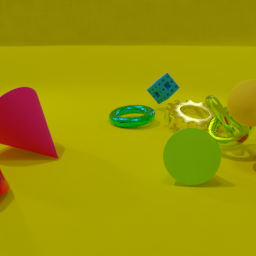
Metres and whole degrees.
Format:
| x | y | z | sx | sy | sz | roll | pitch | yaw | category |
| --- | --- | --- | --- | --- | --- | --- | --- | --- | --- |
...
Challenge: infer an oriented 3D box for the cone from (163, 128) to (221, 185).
| x | y | z | sx | sy | sz | roll | pitch | yaw | category |
| --- | --- | --- | --- | --- | --- | --- | --- | --- | --- |
| 1.213 | 0.519 | 5.669 | 1.058 | 1.058 | 1.062 | 1 | 0 | 4 | cone |

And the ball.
| x | y | z | sx | sy | sz | roll | pitch | yaw | category |
| --- | --- | --- | --- | --- | --- | --- | --- | --- | --- |
| 2.469 | -0.496 | 5.579 | 0.938 | 0.938 | 0.938 | 0 | 18 | 0 | ball |

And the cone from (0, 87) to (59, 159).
| x | y | z | sx | sy | sz | roll | pitch | yaw | category |
| --- | --- | --- | --- | --- | --- | --- | --- | --- | --- |
| -2.168 | 0.175 | 6.434 | 1.611 | 1.605 | 1.605 | 40 | 30 | 12 | cone |

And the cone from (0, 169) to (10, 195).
| x | y | z | sx | sy | sz | roll | pitch | yaw | category |
| --- | --- | --- | --- | --- | --- | --- | --- | --- | --- |
| -2.683 | 0.388 | 4.662 | 1.340 | 1.345 | 1.340 | 2 | 4 | 0 | cone |

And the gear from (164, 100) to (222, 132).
| x | y | z | sx | sy | sz | roll | pitch | yaw | category |
| --- | --- | --- | --- | --- | --- | --- | --- | --- | --- |
| 1.960 | -0.343 | 8.388 | 1.714 | 0.317 | 1.714 | 6 | 30 | -3 | gear |

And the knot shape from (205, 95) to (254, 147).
| x | y | z | sx | sy | sz | roll | pitch | yaw | category |
| --- | --- | --- | --- | --- | --- | --- | --- | --- | --- |
| 2.404 | -0.085 | 6.699 | 1.492 | 0.689 | 1.396 | 29 | 49 | -4 | knot shape |

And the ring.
| x | y | z | sx | sy | sz | roll | pitch | yaw | category |
| --- | --- | --- | --- | --- | --- | --- | --- | --- | --- |
| 0.131 | -0.403 | 8.988 | 1.523 | 0.305 | 1.523 | -4 | 22 | 2 | ring |

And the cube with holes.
| x | y | z | sx | sy | sz | roll | pitch | yaw | category |
| --- | --- | --- | --- | --- | --- | --- | --- | --- | --- |
| 1.311 | -1.470 | 10.498 | 0.733 | 0.733 | 0.733 | -44 | 7 | -24 | cube with holes |
